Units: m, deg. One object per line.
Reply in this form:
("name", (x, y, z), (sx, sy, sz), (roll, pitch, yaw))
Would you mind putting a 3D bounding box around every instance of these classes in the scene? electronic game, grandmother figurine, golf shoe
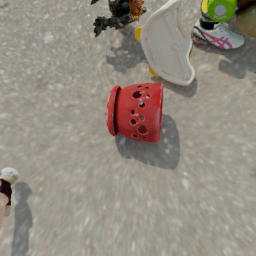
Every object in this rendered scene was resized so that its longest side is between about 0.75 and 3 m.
("electronic game", (3.010, -3.969, 8.671), (1.539, 0.320, 1.539), (-16, 56, 25))
("grandmother figurine", (-2.584, 1.406, 5.666), (0.468, 0.937, 1.544), (7, 38, -8))
("golf shoe", (2.651, -2.705, 8.092), (1.561, 0.719, 0.567), (11, 62, -2))

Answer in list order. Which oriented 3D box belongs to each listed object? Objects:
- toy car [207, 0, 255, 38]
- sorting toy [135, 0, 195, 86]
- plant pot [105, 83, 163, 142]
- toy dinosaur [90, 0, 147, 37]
("toy car", (3.639, -3.207, 7.429), (2.571, 2.029, 2.112), (42, 55, -21))
("sorting toy", (1.234, -2.513, 7.617), (1.116, 2.090, 1.881), (3, 43, 37))
("plant pot", (0.181, -0.397, 6.572), (1.256, 1.380, 1.380), (6, 63, 7))
("toy dinosaur", (-0.173, -3.248, 7.533), (1.570, 2.312, 1.181), (-8, 79, -14))
